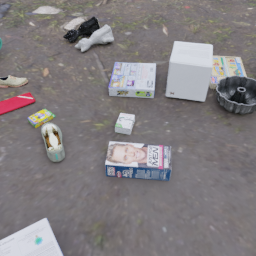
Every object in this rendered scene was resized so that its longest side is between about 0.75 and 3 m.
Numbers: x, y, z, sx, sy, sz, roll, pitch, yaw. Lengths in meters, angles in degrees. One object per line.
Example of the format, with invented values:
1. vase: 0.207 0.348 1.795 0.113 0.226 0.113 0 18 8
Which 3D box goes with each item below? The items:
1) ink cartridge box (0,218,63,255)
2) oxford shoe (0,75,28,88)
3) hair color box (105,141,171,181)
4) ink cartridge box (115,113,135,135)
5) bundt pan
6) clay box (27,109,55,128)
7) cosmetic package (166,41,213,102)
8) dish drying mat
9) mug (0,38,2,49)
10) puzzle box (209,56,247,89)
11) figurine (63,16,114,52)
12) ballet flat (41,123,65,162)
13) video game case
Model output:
1. ink cartridge box: -1.966 3.363 5.750 1.649 0.922 2.416 -23 46 -23
2. oxford shoe: -4.830 -1.985 11.755 1.178 0.435 0.417 -11 45 -11
3. hair color box: 0.326 0.994 8.507 1.927 0.583 0.964 3 44 3
4. ink cartridge box: -0.102 -0.158 9.912 0.555 0.320 0.759 9 44 9
5. bundt pan: 4.265 -1.205 10.720 1.888 0.709 1.888 -1 45 1
6. clay box: -3.150 -0.393 10.240 0.503 0.208 0.875 34 54 30
7. cosmetic package: 2.440 -2.291 11.190 1.582 1.591 1.901 9 42 9
8. dish drying mat: -4.586 -0.891 10.792 1.886 0.172 0.724 -24 49 -23
9. mug: -6.794 -3.516 12.694 1.935 1.196 1.590 -5 29 -9
10. puzzle box: 4.319 -2.470 12.363 1.576 0.301 2.369 4 44 5
11. figurine: -2.068 -4.740 14.496 2.004 0.884 2.054 -32 52 -19
12. ballet flat: -2.486 0.279 9.238 0.651 0.615 1.931 -16 45 -16
13. video game case: 0.232 -2.057 11.809 1.826 0.458 2.014 4 44 5
